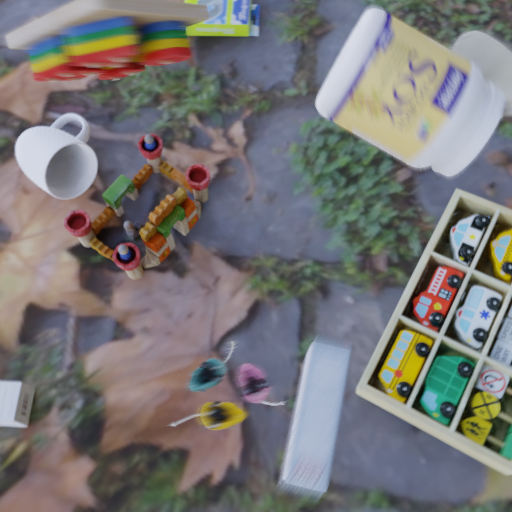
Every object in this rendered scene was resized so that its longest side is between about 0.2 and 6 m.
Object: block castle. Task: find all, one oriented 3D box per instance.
[{"bbox_3d":[-1.949,-0.870,9.555,1.531,1.075,2.291,34,70,13],"label":"block castle"}]

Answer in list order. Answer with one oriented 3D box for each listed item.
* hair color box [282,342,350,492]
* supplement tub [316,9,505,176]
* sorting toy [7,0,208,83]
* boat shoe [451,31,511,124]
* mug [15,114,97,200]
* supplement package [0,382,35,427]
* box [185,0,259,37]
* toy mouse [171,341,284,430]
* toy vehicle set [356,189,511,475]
[{"bbox_3d":[0.735,1.983,6.937,0.502,0.819,1.655,12,72,5],"label":"hair color box"},{"bbox_3d":[1.850,-1.941,6.855,1.903,1.383,1.383,28,68,-4],"label":"supplement tub"},{"bbox_3d":[-1.966,-2.909,7.741,1.966,1.978,0.688,-1,104,38],"label":"sorting toy"},{"bbox_3d":[3.446,-2.191,7.531,2.015,0.600,0.724,41,96,7],"label":"boat shoe"},{"bbox_3d":[-3.526,-1.885,9.952,1.263,1.064,1.441,32,84,30],"label":"mug"},{"bbox_3d":[-3.978,2.230,8.448,1.007,0.590,0.588,3,66,1],"label":"supplement package"},{"bbox_3d":[-0.726,-5.103,11.813,1.566,0.373,0.955,2,67,1],"label":"box"},{"bbox_3d":[-0.329,1.607,6.919,1.320,0.255,1.173,0,47,0],"label":"toy mouse"},{"bbox_3d":[3.514,1.011,8.801,2.419,0.516,3.893,25,70,18],"label":"toy vehicle set"}]
